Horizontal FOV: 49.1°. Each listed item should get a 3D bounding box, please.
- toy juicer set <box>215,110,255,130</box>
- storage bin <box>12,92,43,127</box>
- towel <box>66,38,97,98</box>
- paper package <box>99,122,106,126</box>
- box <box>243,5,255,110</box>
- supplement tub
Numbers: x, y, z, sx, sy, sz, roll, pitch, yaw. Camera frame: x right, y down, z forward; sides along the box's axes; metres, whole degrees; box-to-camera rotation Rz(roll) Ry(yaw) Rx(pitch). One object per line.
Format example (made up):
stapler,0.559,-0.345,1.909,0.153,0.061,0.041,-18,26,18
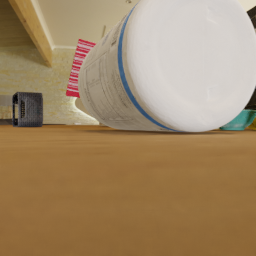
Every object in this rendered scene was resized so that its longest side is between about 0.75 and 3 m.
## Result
toy juicer set,1.863,-0.226,4.826,1.934,0.526,1.231,1,1,41
storage bin,-3.701,-0.641,10.247,0.843,1.215,1.798,0,1,-29
towel,-1.657,-2.518,12.744,1.920,2.655,0.299,7,22,-28
paper package,0.098,-0.753,12.972,2.531,1.374,2.655,0,2,11
box,3.790,-1.195,5.375,2.924,2.172,1.817,7,-1,-13
supplement tub,0.314,-0.750,3.880,1.615,1.615,2.449,0,1,-21
